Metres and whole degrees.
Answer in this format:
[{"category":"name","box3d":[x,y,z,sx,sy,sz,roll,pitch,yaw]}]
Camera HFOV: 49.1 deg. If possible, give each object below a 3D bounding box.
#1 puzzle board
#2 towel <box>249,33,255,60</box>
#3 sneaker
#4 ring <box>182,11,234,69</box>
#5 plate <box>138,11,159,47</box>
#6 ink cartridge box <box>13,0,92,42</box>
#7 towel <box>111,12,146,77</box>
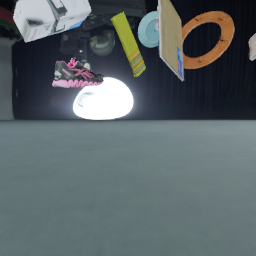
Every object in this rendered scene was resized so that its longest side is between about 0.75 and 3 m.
[{"category":"puzzle board","box3d":[1.037,-2.238,6.837,0.160,1.844,1.390,-8,-19,28]},{"category":"towel","box3d":[3.813,-2.529,7.646,0.226,0.870,1.313,27,-37,-12]},{"category":"sneaker","box3d":[-1.872,-2.179,11.020,0.964,1.164,2.441,3,10,39]},{"category":"ring","box3d":[2.186,-2.706,8.481,2.006,2.006,0.192,2,-22,43]},{"category":"plate","box3d":[1.110,-4.127,11.838,1.477,1.477,0.189,-1,30,-29]},{"category":"ink cartridge box","box3d":[-2.201,-3.274,8.111,1.872,0.789,1.354,-27,11,-24]},{"category":"towel","box3d":[0.049,-2.794,9.445,0.184,2.041,0.878,-11,26,30]}]
